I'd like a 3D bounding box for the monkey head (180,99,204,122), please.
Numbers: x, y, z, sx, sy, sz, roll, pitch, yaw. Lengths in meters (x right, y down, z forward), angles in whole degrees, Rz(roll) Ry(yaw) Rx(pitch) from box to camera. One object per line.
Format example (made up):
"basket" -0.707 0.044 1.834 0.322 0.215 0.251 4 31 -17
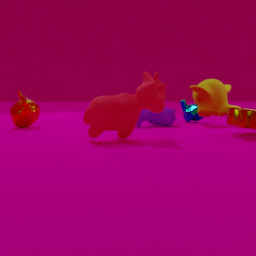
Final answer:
"monkey head" 2.106 -0.612 9.084 0.707 0.844 1.173 -24 0 -10

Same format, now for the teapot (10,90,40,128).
"teapot" -2.737 -0.449 7.338 0.797 0.628 1.282 -37 -17 -35

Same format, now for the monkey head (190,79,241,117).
"monkey head" 2.523 -0.857 7.928 1.791 1.079 1.288 -8 9 -41

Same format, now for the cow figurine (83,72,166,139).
"cow figurine" -0.024 -0.402 4.882 1.346 1.325 0.739 0 49 -34

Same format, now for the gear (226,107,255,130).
"gear" 2.966 -0.116 5.535 1.894 0.350 1.894 7 7 -1

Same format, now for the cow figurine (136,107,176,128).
"cow figurine" 0.710 -0.339 7.652 1.213 0.666 1.194 12 12 13
